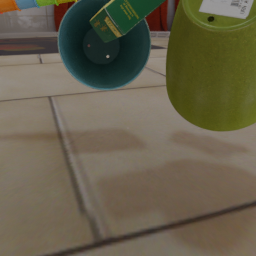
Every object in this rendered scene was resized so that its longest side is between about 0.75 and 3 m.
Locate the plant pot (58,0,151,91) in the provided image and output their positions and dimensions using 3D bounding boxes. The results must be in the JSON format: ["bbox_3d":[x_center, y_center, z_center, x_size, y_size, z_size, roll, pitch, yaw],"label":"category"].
[{"bbox_3d":[-0.638,-2.132,7.202,2.179,2.179,1.468,-4,15,-9],"label":"plant pot"}]

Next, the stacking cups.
[{"bbox_3d":[-2.565,-3.356,7.009,2.458,0.743,0.743,-9,24,-1],"label":"stacking cups"}]

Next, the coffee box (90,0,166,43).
[{"bbox_3d":[0.478,-2.396,4.651,2.372,0.522,1.458,-41,20,-3],"label":"coffee box"}]

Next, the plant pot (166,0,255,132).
[{"bbox_3d":[1.570,-1.350,4.552,2.248,2.248,2.403,8,-14,19],"label":"plant pot"}]
